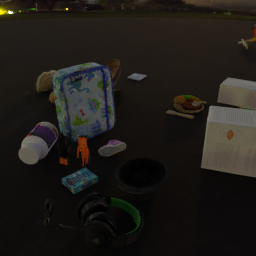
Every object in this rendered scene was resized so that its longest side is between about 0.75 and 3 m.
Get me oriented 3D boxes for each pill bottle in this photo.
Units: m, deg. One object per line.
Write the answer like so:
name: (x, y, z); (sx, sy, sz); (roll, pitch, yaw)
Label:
pill bottle: (-3.022, 0.512, 9.459); (0.891, 0.891, 1.599); (3, 27, 5)

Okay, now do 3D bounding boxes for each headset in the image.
headset: (-0.735, 1.995, 6.434); (2.325, 1.092, 1.435); (2, 25, -21)

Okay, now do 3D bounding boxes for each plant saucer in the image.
plant saucer: (-1.199, -2.334, 14.114); (2.556, 0.468, 2.556); (-34, 32, 26)

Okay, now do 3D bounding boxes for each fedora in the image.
fedora: (0.380, 1.493, 7.787); (1.575, 0.719, 1.575); (0, 28, 0)

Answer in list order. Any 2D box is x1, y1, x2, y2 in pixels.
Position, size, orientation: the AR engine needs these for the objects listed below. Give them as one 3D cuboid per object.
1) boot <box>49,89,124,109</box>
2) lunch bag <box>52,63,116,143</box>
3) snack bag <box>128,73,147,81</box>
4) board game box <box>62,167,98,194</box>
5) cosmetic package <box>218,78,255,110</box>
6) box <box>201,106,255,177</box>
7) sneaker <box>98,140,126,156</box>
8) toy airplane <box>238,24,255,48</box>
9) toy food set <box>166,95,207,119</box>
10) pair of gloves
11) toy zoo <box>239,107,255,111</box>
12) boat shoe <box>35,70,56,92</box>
boot: (-1.954, -1.504, 13.323); (2.794, 0.924, 2.447); (22, 35, 37)
lunch bag: (-1.524, -0.970, 10.336); (2.170, 2.699, 1.113); (-20, 32, -32)
snack bag: (0.565, -3.174, 17.361); (0.918, 0.104, 0.974); (14, 31, 24)
board game box: (-1.412, 1.537, 8.264); (0.845, 0.198, 0.638); (-23, 35, -36)
cosmetic package: (5.557, -1.573, 13.009); (2.385, 0.968, 1.346); (16, 31, 31)
box: (3.802, 0.451, 8.703); (2.735, 1.701, 1.333); (9, 29, 16)
sneaker: (-0.658, 0.680, 9.786); (1.060, 0.384, 0.604); (-10, 23, -34)
toy airplane: (11.622, -7.767, 24.583); (2.854, 2.022, 2.866); (6, -9, -11)
toy food set: (2.808, -1.136, 13.107); (1.493, 0.434, 2.162); (15, 31, 26)
pair of gloves: (-1.701, 0.726, 8.810); (1.253, 1.117, 0.155); (8, 19, 24)
toy zoo: (6.215, -1.005, 13.137); (1.736, 0.178, 1.139); (13, 30, 23)
boat shoe: (-4.171, -2.602, 15.475); (1.029, 0.968, 2.703); (15, 29, 2)
